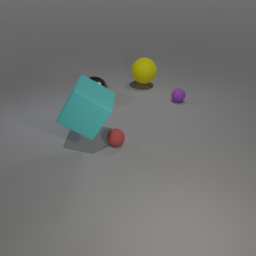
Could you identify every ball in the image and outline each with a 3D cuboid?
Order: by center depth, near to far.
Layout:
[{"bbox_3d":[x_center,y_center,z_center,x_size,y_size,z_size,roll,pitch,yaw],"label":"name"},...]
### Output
[{"bbox_3d":[-0.473,0.359,10.784,0.700,0.700,0.700,0,30,0],"label":"ball"},{"bbox_3d":[-1.675,-1.873,13.984,1.400,1.400,1.400,0,30,0],"label":"ball"},{"bbox_3d":[2.576,-1.676,14.264,0.700,0.700,0.700,0,30,0],"label":"ball"},{"bbox_3d":[0.892,-3.179,15.543,1.400,1.400,1.400,0,30,0],"label":"ball"}]

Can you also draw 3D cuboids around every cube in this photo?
[{"bbox_3d":[-1.420,-0.725,9.706,1.400,1.400,1.400,29,29,-14],"label":"cube"}]
